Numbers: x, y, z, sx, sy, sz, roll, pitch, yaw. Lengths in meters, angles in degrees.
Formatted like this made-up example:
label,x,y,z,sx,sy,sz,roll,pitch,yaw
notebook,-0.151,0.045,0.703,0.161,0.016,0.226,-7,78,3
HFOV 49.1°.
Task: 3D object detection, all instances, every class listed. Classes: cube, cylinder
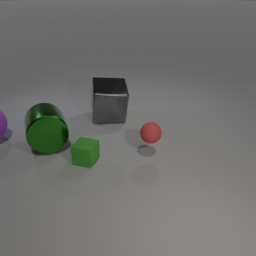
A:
label,x,y,z,sx,sy,sz,roll,pitch,yaw
cube,-0.794,-1.175,11.768,1.400,1.400,1.400,0,39,-10
cube,-1.386,0.792,9.191,0.700,0.700,0.700,9,30,15
cylinder,-2.891,-0.024,9.890,1.400,1.400,1.400,-10,26,-18

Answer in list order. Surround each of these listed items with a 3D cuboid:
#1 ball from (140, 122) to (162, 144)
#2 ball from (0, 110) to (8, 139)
label,x,y,z,sx,sy,sz,roll,pitch,yaw
ball,0.741,0.154,9.031,0.700,0.700,0.700,0,28,0
ball,-5.129,-0.129,10.157,1.400,1.400,1.400,0,28,0
